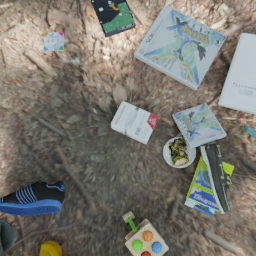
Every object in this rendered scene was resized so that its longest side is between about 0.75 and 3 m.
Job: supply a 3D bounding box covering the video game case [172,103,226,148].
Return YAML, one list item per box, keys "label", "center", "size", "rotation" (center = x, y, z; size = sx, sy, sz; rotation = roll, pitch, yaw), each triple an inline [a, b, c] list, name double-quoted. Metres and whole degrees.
- label: "video game case"
  center: [2.472, -0.111, 9.813]
  size: [1.349, 0.163, 1.480]
  rotation: [-18, 57, -8]

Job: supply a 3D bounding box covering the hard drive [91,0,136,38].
- label: "hard drive"
  center: [-0.610, -4.581, 10.966]
  size: [1.302, 0.353, 1.864]
  rotation: [-21, 79, -4]

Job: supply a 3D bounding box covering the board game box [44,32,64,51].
- label: "board game box"
  center: [-2.894, -3.379, 10.860]
  size: [0.769, 0.099, 0.768]
  rotation: [-2, 78, 0]

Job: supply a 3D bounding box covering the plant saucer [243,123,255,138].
- label: "plant saucer"
  center: [5.093, 0.636, 9.753]
  size: [2.423, 0.847, 0.230]
  rotation: [35, 105, 6]

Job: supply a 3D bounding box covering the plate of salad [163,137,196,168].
- label: "plate of salad"
  center: [1.795, 0.826, 9.825]
  size: [1.150, 0.276, 1.150]
  rotation: [-6, 66, 13]

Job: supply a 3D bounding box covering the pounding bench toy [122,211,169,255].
- label: "pounding bench toy"
  center: [0.381, 3.436, 8.952]
  size: [0.965, 1.211, 1.553]
  rotation: [-39, 81, -7]

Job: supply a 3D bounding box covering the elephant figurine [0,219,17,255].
- label: "elephant figurine"
  center: [-4.556, 3.402, 8.776]
  size: [2.167, 1.976, 2.793]
  rotation: [20, 61, -25]

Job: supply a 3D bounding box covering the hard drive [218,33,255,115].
- label: "hard drive"
  center: [4.478, -1.879, 9.867]
  size: [1.772, 0.353, 2.687]
  rotation: [19, 91, 24]

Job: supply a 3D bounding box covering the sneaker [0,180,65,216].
- label: "sneaker"
  center: [-3.168, 2.249, 9.121]
  size: [2.438, 0.855, 0.950]
  rotation: [-5, 50, 13]

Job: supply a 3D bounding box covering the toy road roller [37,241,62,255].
- label: "toy road roller"
  center: [-2.251, 4.281, 8.880]
  size: [1.697, 1.043, 1.239]
  rotation: [3, 75, 1]

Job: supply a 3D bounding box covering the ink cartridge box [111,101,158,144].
- label: "ink cartridge box"
  center: [0.227, -0.189, 9.979]
  size: [1.411, 0.591, 1.018]
  rotation: [25, 80, 5]

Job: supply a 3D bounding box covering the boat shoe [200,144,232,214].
- label: "boat shoe"
  center: [2.896, 1.529, 8.886]
  size: [0.679, 0.803, 2.254]
  rotation: [-16, 61, 12]

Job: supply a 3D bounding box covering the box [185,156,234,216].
- label: "box"
  center: [2.785, 1.967, 9.645]
  size: [1.119, 0.437, 1.835]
  rotation: [22, 79, 5]

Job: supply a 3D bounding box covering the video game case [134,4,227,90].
- label: "video game case"
  center: [1.993, -3.129, 10.703]
  size: [2.720, 0.299, 2.479]
  rotation: [30, 80, 6]
